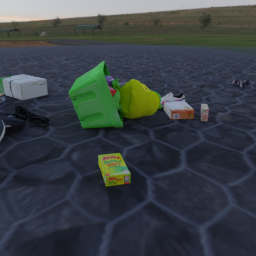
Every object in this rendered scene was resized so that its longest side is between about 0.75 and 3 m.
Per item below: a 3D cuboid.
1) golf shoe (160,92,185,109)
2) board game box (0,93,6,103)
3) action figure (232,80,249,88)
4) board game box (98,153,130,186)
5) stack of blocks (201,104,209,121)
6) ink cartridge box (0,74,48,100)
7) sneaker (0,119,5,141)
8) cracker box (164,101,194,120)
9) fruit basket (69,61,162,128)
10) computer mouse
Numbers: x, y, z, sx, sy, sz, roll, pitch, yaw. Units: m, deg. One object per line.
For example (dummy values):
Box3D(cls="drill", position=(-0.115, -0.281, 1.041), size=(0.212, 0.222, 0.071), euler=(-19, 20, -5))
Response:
Box3D(cls="golf shoe", position=(1.576, -1.121, 11.319), size=(1.458, 0.671, 0.529), euler=(-3, 21, -6))
Box3D(cls="board game box", position=(-6.213, -1.091, 11.697), size=(1.313, 0.335, 1.937), euler=(3, 20, 7))
Box3D(cls="action figure", position=(6.146, -2.480, 15.456), size=(0.730, 0.389, 1.122), euler=(-11, 19, -10))
Box3D(cls="board game box", position=(-0.332, 0.919, 6.370), size=(0.538, 0.252, 1.059), euler=(-5, 21, -13))
Box3D(cls="stack of blocks", position=(2.760, -0.566, 10.129), size=(0.223, 0.439, 0.762), euler=(4, 21, 10))
Box3D(cls="ink cartridge box", position=(-5.016, -1.984, 13.411), size=(1.961, 0.815, 1.438), euler=(16, 25, 36))
Box3D(cls="sneaker", position=(-4.030, 0.199, 6.519), size=(1.159, 1.173, 2.955), euler=(36, 35, 6))
Box3D(cls="cracker box", position=(1.890, -0.683, 10.547), size=(0.849, 0.366, 1.268), euler=(-2, 21, -5))
Box3D(cls="fruit basket", position=(-0.347, -1.211, 9.879), size=(3.077, 2.219, 3.077), euler=(-16, 21, 6))
Box3D(cls="computer mouse", position=(-4.207, -0.276, 9.022), size=(2.017, 0.661, 2.872), euler=(18, 27, 38))
